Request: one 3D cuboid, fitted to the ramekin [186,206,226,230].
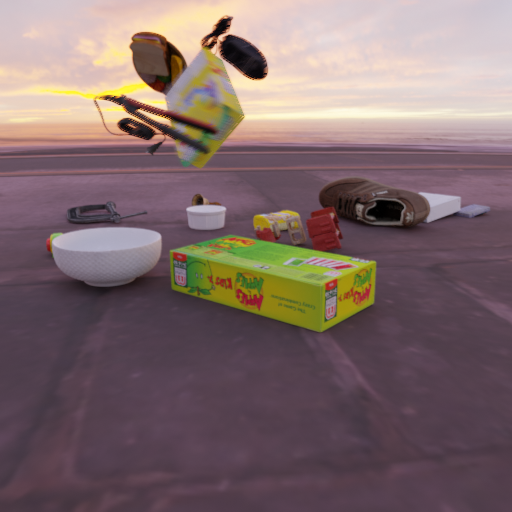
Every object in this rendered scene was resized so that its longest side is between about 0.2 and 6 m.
[{"bbox_3d":[-1.254,-0.958,14.089,0.984,0.480,0.984,0,14,0],"label":"ramekin"}]

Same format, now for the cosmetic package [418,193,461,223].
[{"bbox_3d":[4.642,-1.359,15.511,1.707,0.441,1.287,-18,20,-38],"label":"cosmetic package"}]

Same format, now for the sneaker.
[{"bbox_3d":[2.816,-1.398,14.534,3.185,1.122,1.203,11,21,38],"label":"sneaker"}]

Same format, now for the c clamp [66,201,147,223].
[{"bbox_3d":[-4.206,-1.161,15.379,1.947,0.309,2.279,-12,20,-23],"label":"c clamp"}]

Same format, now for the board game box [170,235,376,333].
[{"bbox_3d":[0.193,0.322,8.774,2.936,0.699,1.491,12,19,38],"label":"board game box"}]

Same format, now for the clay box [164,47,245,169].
[{"bbox_3d":[-0.976,-2.666,10.348,0.554,1.339,2.330,22,36,-38],"label":"clay box"}]

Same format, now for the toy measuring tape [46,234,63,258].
[{"bbox_3d":[-4.074,-0.299,11.653,0.477,0.477,1.297,-2,15,-9],"label":"toy measuring tape"}]

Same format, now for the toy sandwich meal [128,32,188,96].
[{"bbox_3d":[-2.323,-4.428,13.127,1.644,1.644,0.563,6,47,22],"label":"toy sandwich meal"}]

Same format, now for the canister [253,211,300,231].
[{"bbox_3d":[0.498,-0.840,13.802,0.954,0.413,0.708,-11,18,-31],"label":"canister"}]

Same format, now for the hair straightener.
[{"bbox_3d":[-1.623,-1.982,8.709,1.962,0.755,0.401,21,-6,-6],"label":"hair straightener"}]

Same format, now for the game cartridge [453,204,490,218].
[{"bbox_3d":[6.054,-1.250,15.723,0.900,0.173,0.583,-17,26,-29],"label":"game cartridge"}]

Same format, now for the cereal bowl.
[{"bbox_3d":[-2.540,0.047,9.696,1.839,0.766,1.839,-1,15,0],"label":"cereal bowl"}]

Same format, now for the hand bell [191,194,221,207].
[{"bbox_3d":[-1.406,-1.554,16.732,0.510,0.510,0.979,12,6,39],"label":"hand bell"}]

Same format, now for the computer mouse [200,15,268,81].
[{"bbox_3d":[-0.330,-4.345,11.830,1.518,0.400,1.051,36,-34,-20],"label":"computer mouse"}]

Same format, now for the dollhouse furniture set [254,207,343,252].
[{"bbox_3d":[0.862,-0.403,11.910,1.845,0.750,0.993,-14,11,17],"label":"dollhouse furniture set"}]
